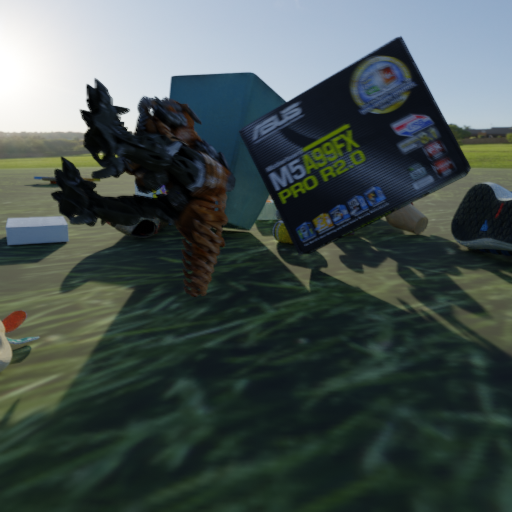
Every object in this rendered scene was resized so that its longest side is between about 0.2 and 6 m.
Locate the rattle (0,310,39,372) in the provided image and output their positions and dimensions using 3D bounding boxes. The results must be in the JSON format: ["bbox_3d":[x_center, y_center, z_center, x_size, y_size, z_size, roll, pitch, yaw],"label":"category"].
[{"bbox_3d":[-2.609,0.867,4.931,0.868,0.952,1.333,33,-5,-5],"label":"rattle"}]

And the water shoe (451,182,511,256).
[{"bbox_3d":[4.592,-0.406,9.735,1.386,1.256,3.513,25,9,-7],"label":"water shoe"}]

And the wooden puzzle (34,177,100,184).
[{"bbox_3d":[-9.230,-3.672,27.350,2.856,0.334,1.927,6,9,28],"label":"wooden puzzle"}]

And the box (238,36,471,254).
[{"bbox_3d":[1.488,-1.641,8.832,2.876,2.304,0.637,-26,-6,15],"label":"box"}]

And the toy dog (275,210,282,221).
[{"bbox_3d":[0.831,-1.115,9.777,0.569,1.182,0.779,25,16,12],"label":"toy dog"}]

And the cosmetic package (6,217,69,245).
[{"bbox_3d":[-4.479,-0.535,11.464,1.129,0.387,1.498,-6,13,-21],"label":"cosmetic package"}]

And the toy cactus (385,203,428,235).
[{"bbox_3d":[2.811,-1.060,12.727,2.791,1.427,2.303,-5,31,-37],"label":"toy cactus"}]

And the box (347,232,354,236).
[{"bbox_3d":[1.772,-0.649,11.950,0.510,0.419,0.423,-7,13,-31],"label":"box"}]

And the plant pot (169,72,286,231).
[{"bbox_3d":[-0.703,-2.142,12.279,2.094,2.962,2.092,7,-5,29],"label":"plant pot"}]

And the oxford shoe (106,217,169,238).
[{"bbox_3d":[-2.343,-0.660,11.938,0.770,0.725,2.058,39,19,16],"label":"oxford shoe"}]

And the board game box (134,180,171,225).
[{"bbox_3d":[-2.004,-1.444,14.178,1.069,1.089,2.076,4,11,25],"label":"board game box"}]

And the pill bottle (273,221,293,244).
[{"bbox_3d":[0.728,-0.440,10.898,0.431,0.431,0.769,-11,16,-43],"label":"pill bottle"}]

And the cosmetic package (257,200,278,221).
[{"bbox_3d":[0.601,-1.193,14.526,1.327,0.473,0.673,-1,11,-9],"label":"cosmetic package"}]

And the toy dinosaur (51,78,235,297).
[{"bbox_3d":[-1.273,-1.182,7.988,2.607,1.962,3.841,9,23,-34],"label":"toy dinosaur"}]
